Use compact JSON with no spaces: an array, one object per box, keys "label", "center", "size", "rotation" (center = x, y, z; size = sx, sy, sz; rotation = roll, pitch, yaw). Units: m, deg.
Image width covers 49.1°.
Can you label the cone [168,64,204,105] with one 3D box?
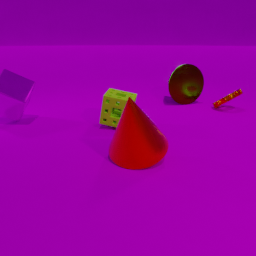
[{"label":"cone","center":[1.928,-1.789,11.068],"size":[1.508,1.508,1.514],"rotation":[-6,16,-18]}]

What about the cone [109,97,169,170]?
[{"label":"cone","center":[0.119,-0.085,5.454],"size":[1.262,1.266,1.262],"rotation":[-7,40,6]}]

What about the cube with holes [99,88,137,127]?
[{"label":"cube with holes","center":[-0.264,-0.548,7.858],"size":[0.818,0.818,0.818],"rotation":[13,23,3]}]

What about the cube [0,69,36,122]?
[{"label":"cube","center":[-3.369,-0.929,8.111],"size":[0.937,0.937,0.937],"rotation":[23,46,-17]}]

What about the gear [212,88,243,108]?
[{"label":"gear","center":[3.482,-1.036,9.817],"size":[1.058,0.196,1.058],"rotation":[-28,-3,-2]}]
